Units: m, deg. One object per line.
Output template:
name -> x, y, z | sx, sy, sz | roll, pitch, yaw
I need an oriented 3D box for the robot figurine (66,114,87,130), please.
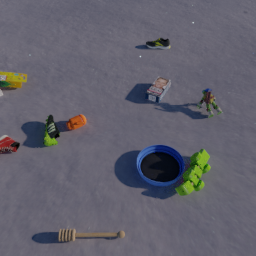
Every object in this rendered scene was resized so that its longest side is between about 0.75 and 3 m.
robot figurine -> -2.119, -0.250, 11.708 | 0.880, 0.633, 0.513 | -27, 77, -24

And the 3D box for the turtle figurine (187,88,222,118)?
turtle figurine -> 3.569, -1.031, 12.518 | 0.908, 1.262, 1.223 | -5, 62, -37

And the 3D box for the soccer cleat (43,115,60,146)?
soccer cleat -> -3.081, 0.093, 11.433 | 0.628, 0.523, 1.550 | 4, 49, -13

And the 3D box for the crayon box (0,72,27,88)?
crayon box -> -5.697, -2.354, 13.675 | 1.433, 0.364, 0.910 | 2, 36, -18

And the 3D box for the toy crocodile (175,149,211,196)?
toy crocodile -> 2.347, 1.537, 9.890 | 0.724, 0.663, 2.146 | 47, 49, -12

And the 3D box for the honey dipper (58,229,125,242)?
honey dipper -> -1.075, 3.189, 8.404 | 1.957, 0.372, 0.372 | -1, 45, -2

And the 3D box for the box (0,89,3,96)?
box -> -6.579, -2.087, 13.641 | 0.334, 0.358, 1.728 | -28, 52, -25

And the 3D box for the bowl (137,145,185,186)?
bowl -> 1.174, 1.360, 10.230 | 1.746, 0.343, 1.746 | 0, 45, 0

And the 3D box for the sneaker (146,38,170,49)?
sneaker -> 1.772, -5.007, 16.345 | 1.438, 0.608, 0.535 | 6, 45, 6

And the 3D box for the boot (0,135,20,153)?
boot -> -4.806, 0.843, 10.689 | 0.904, 0.454, 1.253 | 25, 47, 21

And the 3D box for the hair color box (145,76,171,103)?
hair color box -> 1.448, -1.832, 13.323 | 0.722, 0.437, 1.444 | 20, 49, 19
